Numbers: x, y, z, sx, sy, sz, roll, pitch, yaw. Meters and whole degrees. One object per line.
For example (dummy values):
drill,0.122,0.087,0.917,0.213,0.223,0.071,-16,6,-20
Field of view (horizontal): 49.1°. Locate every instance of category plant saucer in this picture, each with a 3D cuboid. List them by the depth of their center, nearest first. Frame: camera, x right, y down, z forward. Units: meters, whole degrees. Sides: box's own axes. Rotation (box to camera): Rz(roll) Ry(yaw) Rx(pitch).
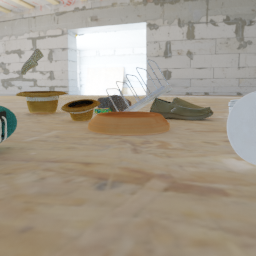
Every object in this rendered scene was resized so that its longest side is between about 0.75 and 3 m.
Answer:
plant saucer,0.030,-0.212,8.783,2.564,0.480,2.564,0,8,0

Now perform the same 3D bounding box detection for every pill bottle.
pill bottle,2.865,-0.085,4.791,2.374,1.374,1.374,-6,11,-36

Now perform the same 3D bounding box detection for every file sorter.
file sorter,0.454,-1.686,12.089,2.336,1.454,1.621,-32,-4,21

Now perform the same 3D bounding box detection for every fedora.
fedora,-1.825,-0.666,11.053,1.631,0.665,1.631,-3,20,1
fedora,-4.264,-1.297,14.029,2.681,1.094,2.681,0,10,0

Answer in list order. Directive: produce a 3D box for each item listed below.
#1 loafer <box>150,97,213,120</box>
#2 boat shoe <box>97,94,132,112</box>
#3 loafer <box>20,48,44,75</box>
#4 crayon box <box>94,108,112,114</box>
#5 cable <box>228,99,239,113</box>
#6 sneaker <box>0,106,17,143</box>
loafer,2.137,-0.822,11.480,2.630,0.887,1.000,3,9,17
boat shoe,-0.612,-1.291,14.672,0.907,0.957,2.527,-5,11,-40
loafer,-3.702,-2.499,10.835,0.414,1.213,0.459,36,3,-16
crayon box,-1.239,-0.861,14.046,0.779,0.227,0.462,-4,9,-25
cable,5.368,-0.772,11.435,2.390,0.828,2.391,3,8,31
sneaker,-2.748,0.171,4.884,1.107,0.989,2.770,10,14,16
